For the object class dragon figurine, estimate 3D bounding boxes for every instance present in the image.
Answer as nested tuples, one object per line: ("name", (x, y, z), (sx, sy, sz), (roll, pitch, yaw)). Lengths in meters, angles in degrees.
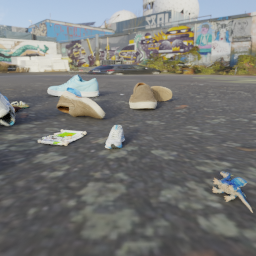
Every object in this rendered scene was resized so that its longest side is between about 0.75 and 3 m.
("dragon figurine", (1.466, 0.824, 3.836), (0.430, 0.255, 0.865), (-6, 13, -25))

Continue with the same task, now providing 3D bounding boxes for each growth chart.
("growth chart", (-1.590, 0.224, 6.800), (0.912, 0.112, 1.260), (3, 12, 16))

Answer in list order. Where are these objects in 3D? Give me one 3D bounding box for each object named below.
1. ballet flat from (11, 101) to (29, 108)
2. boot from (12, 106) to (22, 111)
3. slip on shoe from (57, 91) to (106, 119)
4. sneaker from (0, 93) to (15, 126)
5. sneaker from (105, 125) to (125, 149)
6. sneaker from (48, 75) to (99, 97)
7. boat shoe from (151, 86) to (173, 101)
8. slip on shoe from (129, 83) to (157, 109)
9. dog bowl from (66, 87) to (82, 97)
("ballet flat", (-4.437, -0.931, 11.391), (0.321, 0.321, 0.907), (12, 17, 41))
("boot", (-4.276, -0.736, 10.539), (0.806, 0.292, 0.670), (5, 15, 35))
("slip on shoe", (-1.650, -0.653, 9.471), (2.273, 0.689, 0.864), (26, -18, 38))
("sneaker", (-3.822, -0.444, 8.385), (0.909, 1.051, 2.426), (-42, 6, -14))
("sneaker", (-0.292, 0.172, 6.295), (0.378, 0.437, 1.009), (2, 14, 4))
("sneaker", (-3.060, -2.389, 15.709), (2.933, 1.202, 1.084), (1, 12, 3))
("boat shoe", (1.319, -1.733, 13.931), (2.093, 0.753, 0.678), (2, 17, 34))
("slip on shoe", (0.655, -1.406, 12.065), (1.140, 0.909, 2.999), (1, 13, 4))
("dog bowl", (-2.069, -1.245, 10.749), (0.240, 0.539, 0.967), (-9, 26, -34))
